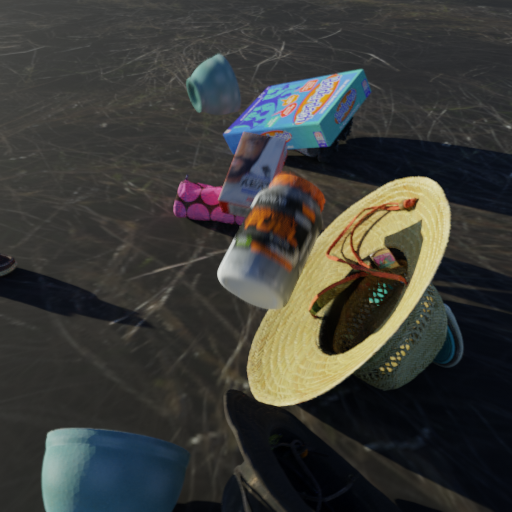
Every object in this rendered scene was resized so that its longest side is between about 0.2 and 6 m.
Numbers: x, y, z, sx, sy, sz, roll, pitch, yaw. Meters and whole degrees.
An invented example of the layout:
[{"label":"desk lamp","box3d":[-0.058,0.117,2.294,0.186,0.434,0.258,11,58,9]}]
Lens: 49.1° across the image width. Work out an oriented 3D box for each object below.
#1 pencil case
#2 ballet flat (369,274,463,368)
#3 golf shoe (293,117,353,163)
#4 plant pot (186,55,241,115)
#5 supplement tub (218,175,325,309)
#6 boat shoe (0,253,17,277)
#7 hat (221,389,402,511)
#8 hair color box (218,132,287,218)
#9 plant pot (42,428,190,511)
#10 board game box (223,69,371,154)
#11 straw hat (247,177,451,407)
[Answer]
[{"label":"pencil case","box3d":[-0.618,-1.051,11.297,1.977,0.897,0.926,11,1,13]},{"label":"ballet flat","box3d":[2.463,0.790,8.525,0.842,0.842,2.424,-13,35,-20]},{"label":"golf shoe","box3d":[1.739,-3.462,14.731,1.348,1.109,2.853,13,35,21]},{"label":"plant pot","box3d":[-0.934,-3.392,11.423,0.792,1.182,1.182,-25,39,-16]},{"label":"supplement tub","box3d":[0.258,-0.209,7.583,1.022,1.022,1.668,16,67,23]},{"label":"boat shoe","box3d":[-5.035,0.024,9.808,1.618,0.582,0.584,5,33,7]},{"label":"hat","box3d":[0.457,2.543,5.197,1.120,2.776,2.776,-50,45,1]},{"label":"hair color box","box3d":[-0.042,-1.520,10.638,0.885,0.510,1.596,12,66,12]},{"label":"plant pot","box3d":[-1.454,2.400,5.572,1.474,1.474,0.987,3,60,5]},{"label":"board game box","box3d":[0.974,-3.507,13.804,3.023,0.680,2.299,5,46,41]},{"label":"straw hat","box3d":[1.674,0.802,7.555,1.587,3.751,3.751,40,30,-16]}]
